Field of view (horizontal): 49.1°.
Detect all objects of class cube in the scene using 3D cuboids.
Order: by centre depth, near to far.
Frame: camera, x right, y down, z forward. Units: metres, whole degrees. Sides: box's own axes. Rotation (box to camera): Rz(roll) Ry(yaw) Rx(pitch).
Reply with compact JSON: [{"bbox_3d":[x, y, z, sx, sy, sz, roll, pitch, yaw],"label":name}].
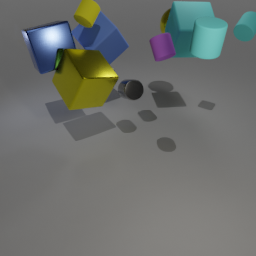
[{"bbox_3d":[-1.433,-1.609,9.250,1.400,1.400,1.400,-11,58,-42],"label":"cube"},{"bbox_3d":[-2.672,-2.820,9.663,1.400,1.400,1.400,-22,27,-18],"label":"cube"},{"bbox_3d":[2.255,-3.562,10.228,1.400,1.400,1.400,-2,64,-7],"label":"cube"},{"bbox_3d":[-1.078,-3.493,11.055,1.400,1.400,1.400,-41,66,6],"label":"cube"}]

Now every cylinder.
[{"bbox_3d":[1.771,-2.000,6.218,0.700,0.700,0.700,1,42,-1],"label":"cylinder"},{"bbox_3d":[1.115,-2.594,9.024,0.700,0.700,0.700,-17,2,1],"label":"cylinder"},{"bbox_3d":[4.019,-3.406,9.410,0.700,0.700,0.700,23,66,32],"label":"cylinder"},{"bbox_3d":[-1.403,-3.939,9.608,0.700,0.700,0.700,21,82,30],"label":"cylinder"},{"bbox_3d":[0.090,-1.316,9.612,0.700,0.700,0.700,-13,15,-19],"label":"cylinder"}]

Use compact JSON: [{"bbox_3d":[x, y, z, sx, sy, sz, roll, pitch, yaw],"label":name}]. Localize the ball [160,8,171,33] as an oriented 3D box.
[{"bbox_3d":[2.032,-4.316,11.689,1.400,1.400,1.400,0,32,0],"label":"ball"}]
